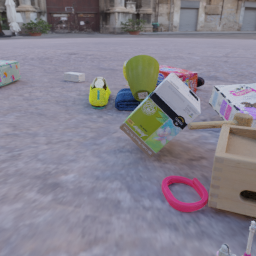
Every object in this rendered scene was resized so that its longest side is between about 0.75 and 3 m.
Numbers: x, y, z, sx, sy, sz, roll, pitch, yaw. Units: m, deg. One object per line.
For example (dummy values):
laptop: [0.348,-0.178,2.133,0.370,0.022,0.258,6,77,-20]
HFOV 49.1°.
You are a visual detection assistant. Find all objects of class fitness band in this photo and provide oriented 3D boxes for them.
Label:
fitness band: [0.950,1.084,4.746,0.680,0.177,0.947,-7,21,-9]

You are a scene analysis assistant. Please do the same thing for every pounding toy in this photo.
pounding toy: [1.998,0.525,4.953,1.975,1.029,2.249,9,23,20]

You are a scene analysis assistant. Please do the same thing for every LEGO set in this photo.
LEGO set: [1.169,1.472,2.745,2.335,0.869,1.074,0,21,0]

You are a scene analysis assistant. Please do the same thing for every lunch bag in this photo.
lunch bag: [-6.263,-2.493,12.812,2.011,0.966,2.507,1,21,9]

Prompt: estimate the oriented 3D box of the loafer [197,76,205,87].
loafer: [2.501,-1.912,12.087,1.577,0.567,0.497,10,42,39]

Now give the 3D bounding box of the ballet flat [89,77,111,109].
ballet flat: [-1.031,-1.425,10.262,0.822,0.825,2.461,-2,21,-4]

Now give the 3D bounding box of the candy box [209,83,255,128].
candy box: [3.324,-0.536,7.676,1.475,0.629,1.758,-6,37,-14]

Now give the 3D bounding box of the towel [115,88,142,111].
towel: [0.072,-1.073,9.888,1.007,0.438,1.804,0,21,3]

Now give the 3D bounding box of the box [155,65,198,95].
box: [1.615,-1.764,10.845,0.983,1.026,2.059,-12,25,-29]

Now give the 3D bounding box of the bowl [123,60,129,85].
bowl: [0.315,-1.924,10.645,1.290,0.694,1.290,18,39,-15]

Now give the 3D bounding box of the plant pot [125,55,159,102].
plant pot: [0.462,-1.489,8.900,1.133,1.133,1.211,0,56,1]

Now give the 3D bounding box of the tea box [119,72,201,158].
tea box: [0.753,-0.332,6.190,0.975,1.436,1.459,43,21,-1]

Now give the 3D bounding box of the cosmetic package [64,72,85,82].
cosmetic package: [-2.599,-2.477,13.578,0.929,0.377,0.524,10,22,26]
